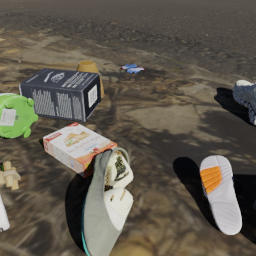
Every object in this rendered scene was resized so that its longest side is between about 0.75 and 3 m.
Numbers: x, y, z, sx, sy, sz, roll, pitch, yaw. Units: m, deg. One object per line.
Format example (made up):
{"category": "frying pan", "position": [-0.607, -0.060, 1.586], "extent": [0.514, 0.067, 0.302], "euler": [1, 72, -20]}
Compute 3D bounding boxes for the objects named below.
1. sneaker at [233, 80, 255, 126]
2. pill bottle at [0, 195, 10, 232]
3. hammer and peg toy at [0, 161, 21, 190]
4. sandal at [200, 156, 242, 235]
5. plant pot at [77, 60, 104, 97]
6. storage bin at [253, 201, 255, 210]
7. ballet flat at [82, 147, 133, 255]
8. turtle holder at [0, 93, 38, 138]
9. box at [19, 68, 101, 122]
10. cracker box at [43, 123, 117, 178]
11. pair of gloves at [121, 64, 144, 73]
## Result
{"category": "sneaker", "position": [4.709, -1.207, 10.243], "extent": [1.096, 1.182, 2.917], "euler": [-3, 32, -1]}
{"category": "pill bottle", "position": [-3.320, 1.852, 5.466], "extent": [1.711, 0.952, 0.952], "euler": [-17, 35, -27]}
{"category": "hammer and peg toy", "position": [-3.085, 1.131, 6.186], "extent": [1.190, 1.618, 0.571], "euler": [-11, 76, -16]}
{"category": "sandal", "position": [2.083, 1.538, 6.467], "extent": [0.738, 0.552, 1.926], "euler": [-4, 52, 6]}
{"category": "plant pot", "position": [-1.661, -2.021, 11.485], "extent": [1.271, 1.363, 1.271], "euler": [-1, 31, 1]}
{"category": "storage bin", "position": [3.723, 1.802, 5.267], "extent": [2.028, 1.476, 1.362], "euler": [1, 41, 2]}
{"category": "ballet flat", "position": [-0.343, 1.372, 6.072], "extent": [0.944, 0.999, 2.965], "euler": [-26, 27, 14]}
{"category": "turtle holder", "position": [-3.736, -0.515, 8.926], "extent": [1.326, 1.419, 1.868], "euler": [15, 35, 24]}
{"category": "box", "position": [-2.411, -1.282, 10.342], "extent": [2.395, 1.249, 1.772], "euler": [8, 32, 13]}
{"category": "cracker box", "position": [-1.374, 0.558, 8.002], "extent": [1.835, 0.529, 1.229], "euler": [24, 39, 35]}
{"category": "pair of gloves", "position": [0.204, -3.062, 14.398], "extent": [0.932, 0.132, 1.159], "euler": [-18, 37, -31]}
